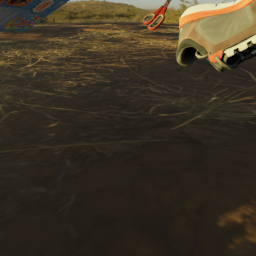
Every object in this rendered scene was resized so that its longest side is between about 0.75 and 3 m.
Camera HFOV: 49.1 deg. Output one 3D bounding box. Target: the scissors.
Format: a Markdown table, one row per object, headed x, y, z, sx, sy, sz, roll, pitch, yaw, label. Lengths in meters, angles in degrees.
| x | y | z | sx | sy | sz | roll | pitch | yaw | label |
| --- | --- | --- | --- | --- | --- | --- | --- | --- | --- |
| 1.298 | -4.049 | 9.359 | 1.965 | 0.137 | 0.719 | -44 | 58 | -1 | scissors |

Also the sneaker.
| x | y | z | sx | sy | sz | roll | pitch | yaw | label |
| --- | --- | --- | --- | --- | --- | --- | --- | --- | --- |
| 1.007 | -0.747 | 2.375 | 0.583 | 0.620 | 1.514 | 19 | -4 | -33 | sneaker |

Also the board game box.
| x | y | z | sx | sy | sz | roll | pitch | yaw | label |
| --- | --- | --- | --- | --- | --- | --- | --- | --- | --- |
| -2.800 | -2.465 | 5.488 | 2.039 | 0.493 | 2.695 | -8 | 6 | 42 | board game box |
